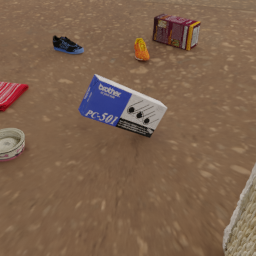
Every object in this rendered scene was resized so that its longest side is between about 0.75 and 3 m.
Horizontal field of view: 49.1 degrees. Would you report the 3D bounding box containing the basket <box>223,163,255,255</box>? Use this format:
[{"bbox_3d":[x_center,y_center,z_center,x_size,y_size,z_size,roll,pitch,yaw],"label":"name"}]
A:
[{"bbox_3d":[2.441,1.928,3.266,2.378,2.400,1.930,12,46,15],"label":"basket"}]

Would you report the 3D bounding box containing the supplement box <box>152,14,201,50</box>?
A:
[{"bbox_3d":[2.032,-4.126,11.960,1.866,1.030,0.799,27,45,29],"label":"supplement box"}]

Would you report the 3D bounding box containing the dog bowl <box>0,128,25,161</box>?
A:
[{"bbox_3d":[-2.936,0.416,6.744,0.940,0.346,0.940,0,38,0],"label":"dog bowl"}]

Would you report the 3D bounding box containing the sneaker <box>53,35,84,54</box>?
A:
[{"bbox_3d":[-2.476,-3.418,11.442,1.441,0.561,0.505,14,40,18],"label":"sneaker"}]

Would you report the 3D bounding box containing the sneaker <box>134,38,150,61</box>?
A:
[{"bbox_3d":[0.497,-3.106,11.047,0.552,0.583,1.511,-7,40,-10],"label":"sneaker"}]

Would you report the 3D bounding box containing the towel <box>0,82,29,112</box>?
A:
[{"bbox_3d":[-4.346,-1.101,8.775,2.032,0.229,1.470,8,38,11],"label":"towel"}]

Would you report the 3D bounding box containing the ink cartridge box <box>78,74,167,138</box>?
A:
[{"bbox_3d":[-0.085,-0.462,6.605,1.941,0.912,0.429,19,19,-31],"label":"ink cartridge box"}]
